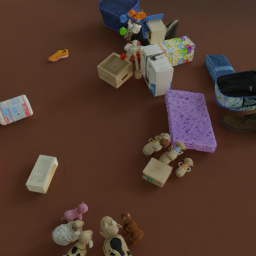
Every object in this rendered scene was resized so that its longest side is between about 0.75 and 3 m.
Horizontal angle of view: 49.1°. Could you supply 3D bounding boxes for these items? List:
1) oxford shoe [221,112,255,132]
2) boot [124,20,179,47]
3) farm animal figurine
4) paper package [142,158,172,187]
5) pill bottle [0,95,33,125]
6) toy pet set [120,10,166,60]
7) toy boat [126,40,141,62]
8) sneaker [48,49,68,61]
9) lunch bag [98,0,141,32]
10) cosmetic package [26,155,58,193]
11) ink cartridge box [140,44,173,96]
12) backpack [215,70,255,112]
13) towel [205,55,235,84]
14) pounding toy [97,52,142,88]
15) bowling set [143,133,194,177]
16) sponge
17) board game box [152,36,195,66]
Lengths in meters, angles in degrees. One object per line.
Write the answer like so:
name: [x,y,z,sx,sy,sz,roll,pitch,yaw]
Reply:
oxford shoe: [4.533,-0.298,10.500,1.995,0.842,0.725,7,52,8]
boot: [1.267,-4.976,14.465,2.031,0.987,2.697,26,60,20]
farm animal figurine: [-0.860,2.948,7.425,2.458,1.236,1.985,8,50,7]
paper package: [0.956,1.474,9.255,0.764,0.395,0.728,26,54,20]
pill bottle: [-4.564,-0.638,10.776,1.555,0.845,0.845,-24,54,-19]
toy pet set: [0.461,-4.048,11.219,2.001,2.143,1.138,-15,61,-11]
toy boat: [0.412,-3.652,13.552,0.804,0.802,1.230,26,48,-18]
sneaker: [-3.408,-3.557,13.588,1.038,0.400,0.379,-31,57,-22]
lunch bag: [-0.450,-6.154,15.118,2.282,1.510,1.550,36,75,26]
cosmetic package: [-2.806,1.504,9.210,0.616,0.417,1.172,9,50,8]
ink cartridge box: [1.178,-2.493,12.033,0.783,1.344,1.859,-13,50,-11]
backpack: [4.341,-1.401,11.162,1.673,1.230,1.531,-4,50,4]
towel: [4.247,-2.627,12.726,1.106,0.481,1.981,-5,49,-5]
pounding toy: [-0.139,-2.484,12.267,1.779,0.814,1.562,35,66,22]
bowling set: [1.461,0.645,9.455,1.827,1.272,0.981,34,55,21]
sponge: [2.302,-0.353,10.630,1.569,0.420,2.813,7,47,-6]
board game box: [2.112,-3.566,13.240,1.768,0.927,0.911,-17,51,-13]
